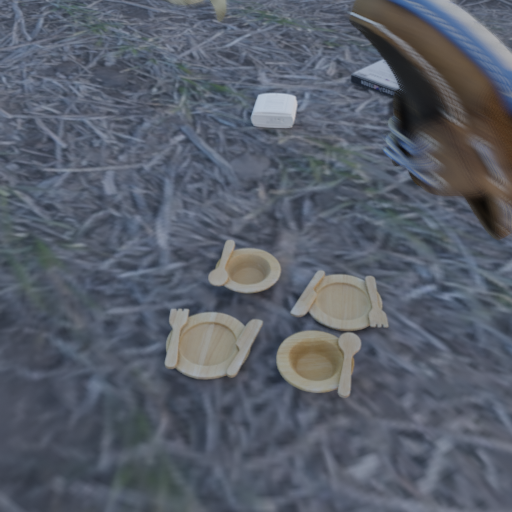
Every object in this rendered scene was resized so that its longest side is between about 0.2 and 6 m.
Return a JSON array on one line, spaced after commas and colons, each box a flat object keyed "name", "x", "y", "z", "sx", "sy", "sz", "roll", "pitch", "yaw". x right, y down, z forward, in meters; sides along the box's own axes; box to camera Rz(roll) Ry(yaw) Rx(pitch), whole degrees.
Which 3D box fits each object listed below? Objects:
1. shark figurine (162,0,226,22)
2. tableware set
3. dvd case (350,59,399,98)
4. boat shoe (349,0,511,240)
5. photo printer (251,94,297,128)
[{"name": "shark figurine", "x": -1.086, "y": -3.921, "z": 8.069, "sx": 1.723, "sy": 1.029, "sz": 0.719, "roll": -17, "pitch": 40, "yaw": -20}, {"name": "tableware set", "x": 0.281, "y": 0.770, "z": 7.114, "sx": 2.720, "sy": 0.316, "sz": 2.272, "roll": 11, "pitch": 41, "yaw": 13}, {"name": "dvd case", "x": 3.429, "y": -4.216, "z": 13.070, "sx": 1.543, "sy": 0.254, "sz": 2.053, "roll": 33, "pitch": 50, "yaw": 32}, {"name": "boat shoe", "x": 1.738, "y": -1.050, "z": 4.793, "sx": 3.029, "sy": 1.096, "sz": 1.094, "roll": 33, "pitch": 16, "yaw": -29}, {"name": "photo printer", "x": 0.389, "y": -3.029, "z": 11.573, "sx": 0.873, "sy": 0.364, "sz": 1.050, "roll": 4, "pitch": 40, "yaw": 6}]
